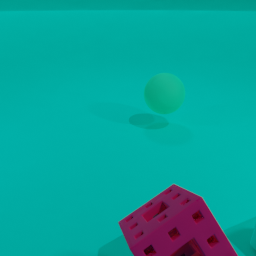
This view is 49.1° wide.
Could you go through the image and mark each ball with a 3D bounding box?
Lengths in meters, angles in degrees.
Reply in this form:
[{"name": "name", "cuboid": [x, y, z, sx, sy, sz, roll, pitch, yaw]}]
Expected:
[{"name": "ball", "cuboid": [0.954, -0.898, 7.342, 1.077, 1.077, 1.077, 0, 25, 0]}]

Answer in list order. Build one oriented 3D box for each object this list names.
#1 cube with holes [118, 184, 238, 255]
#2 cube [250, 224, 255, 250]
[{"name": "cube with holes", "cuboid": [0.514, 1.255, 3.059, 0.840, 0.840, 0.840, -32, 3, -9]}, {"name": "cube", "cuboid": [2.247, 1.382, 3.625, 0.803, 0.803, 0.803, -12, 29, -23]}]
